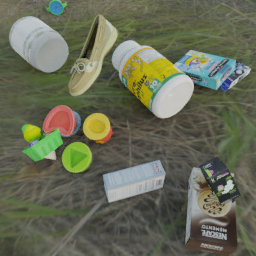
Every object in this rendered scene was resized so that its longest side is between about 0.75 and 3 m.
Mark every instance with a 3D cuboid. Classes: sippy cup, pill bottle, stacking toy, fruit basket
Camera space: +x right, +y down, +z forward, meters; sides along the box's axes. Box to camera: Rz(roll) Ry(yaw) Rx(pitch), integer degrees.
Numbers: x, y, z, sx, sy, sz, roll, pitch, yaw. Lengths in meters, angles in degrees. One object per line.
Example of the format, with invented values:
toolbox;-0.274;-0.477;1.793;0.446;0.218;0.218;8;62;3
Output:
sippy cup;-3.427;-5.858;13.413;0.884;0.694;0.648;12;36;-22
pill bottle;0.700;-1.761;9.462;1.592;1.592;2.824;-28;57;-21
stacking toy;-1.578;0.367;8.540;2.047;0.864;1.853;17;79;17
fruit basket;-1.998;0.225;6.249;0.872;0.629;0.872;14;68;-39

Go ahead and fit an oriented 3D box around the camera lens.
camera lens;-3.398;-3.178;10.622;1.550;1.550;1.937;-36;60;-26

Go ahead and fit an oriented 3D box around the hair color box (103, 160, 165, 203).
hair color box;0.161;1.416;7.424;1.552;0.768;0.471;-13;52;-10

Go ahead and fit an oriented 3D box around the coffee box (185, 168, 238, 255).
coffee box;2.044;2.030;6.941;1.066;0.753;1.886;8;52;6

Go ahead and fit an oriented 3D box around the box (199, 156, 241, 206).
box;2.023;1.164;6.212;0.505;0.812;0.603;-28;20;5

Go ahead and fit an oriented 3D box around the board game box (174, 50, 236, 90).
board game box;2.743;-2.188;10.295;1.863;0.437;1.407;24;54;34

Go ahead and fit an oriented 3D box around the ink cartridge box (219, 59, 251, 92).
ink cartridge box;3.817;-1.986;10.480;1.544;0.303;0.768;-36;60;-24

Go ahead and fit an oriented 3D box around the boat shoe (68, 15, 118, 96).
boat shoe;-1.099;-2.004;7.794;0.866;0.747;2.374;15;73;49
